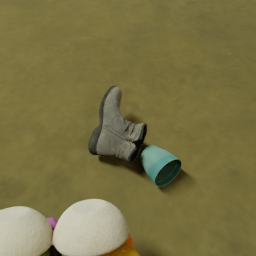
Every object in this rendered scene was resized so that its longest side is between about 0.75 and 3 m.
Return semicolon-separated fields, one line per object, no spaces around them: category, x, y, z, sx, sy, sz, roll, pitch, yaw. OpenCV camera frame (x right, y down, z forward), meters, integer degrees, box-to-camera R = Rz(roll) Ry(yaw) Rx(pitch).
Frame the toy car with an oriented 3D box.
toy car;-1.185;2.410;4.911;2.847;2.492;2.135;-4;8;-8

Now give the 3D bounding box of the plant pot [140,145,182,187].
plant pot;0.755;0.889;7.060;0.867;0.867;0.814;-28;47;-22

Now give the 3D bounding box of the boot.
boot;-0.101;-0.125;7.466;1.390;0.737;2.111;6;71;25
